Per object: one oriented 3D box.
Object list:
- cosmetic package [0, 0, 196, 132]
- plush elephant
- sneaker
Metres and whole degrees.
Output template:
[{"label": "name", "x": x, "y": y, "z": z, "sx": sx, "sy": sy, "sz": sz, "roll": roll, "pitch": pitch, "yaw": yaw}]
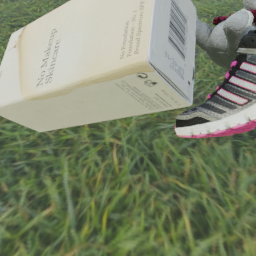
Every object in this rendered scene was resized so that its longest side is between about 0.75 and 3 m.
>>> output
[{"label": "cosmetic package", "x": -0.501, "y": -0.779, "z": 3.351, "sx": 2.450, "sy": 0.896, "sz": 1.269, "roll": -9, "pitch": 64, "yaw": 35}, {"label": "plush elephant", "x": 2.537, "y": -2.200, "z": 5.995, "sx": 1.729, "sy": 2.233, "sz": 1.839, "roll": -52, "pitch": 34, "yaw": -3}, {"label": "sneaker", "x": 1.758, "y": -0.674, "z": 3.955, "sx": 1.029, "sy": 2.789, "sz": 1.220, "roll": -3, "pitch": 72, "yaw": -43}]
